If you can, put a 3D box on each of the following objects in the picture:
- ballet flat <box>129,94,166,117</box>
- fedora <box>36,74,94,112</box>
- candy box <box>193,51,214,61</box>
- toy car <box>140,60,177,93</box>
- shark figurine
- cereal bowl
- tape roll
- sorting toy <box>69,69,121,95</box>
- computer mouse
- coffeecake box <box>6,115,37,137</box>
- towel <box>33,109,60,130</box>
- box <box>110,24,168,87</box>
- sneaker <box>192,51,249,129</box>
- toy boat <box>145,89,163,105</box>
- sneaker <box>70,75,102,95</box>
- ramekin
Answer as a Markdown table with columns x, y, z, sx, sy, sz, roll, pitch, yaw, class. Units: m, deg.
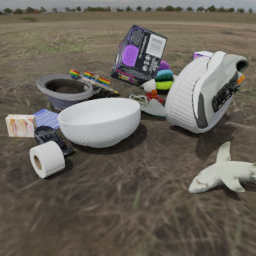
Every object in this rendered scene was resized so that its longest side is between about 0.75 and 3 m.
| x | y | z | sx | sy | sz | roll | pitch | yaw | class |
| --- | --- | --- | --- | --- | --- | --- | --- | --- | --- |
| 0.897 | -1.074 | 12.853 | 2.204 | 0.765 | 0.765 | 18 | 32 | 31 | ballet flat |
| -2.915 | -1.527 | 13.197 | 2.645 | 1.194 | 2.339 | 14 | 31 | 10 | fedora |
| 4.093 | -2.569 | 14.113 | 0.792 | 2.214 | 1.857 | -13 | 30 | -25 | candy box |
| 1.705 | -2.872 | 15.286 | 1.988 | 1.704 | 2.272 | -7 | 28 | -15 | toy car |
| 3.338 | 1.480 | 7.643 | 2.883 | 1.203 | 1.723 | 11 | 62 | 35 | shark figurine |
| -0.975 | -0.123 | 10.227 | 2.949 | 1.228 | 2.949 | -5 | 22 | 2 | cereal bowl |
| -2.478 | 0.957 | 8.593 | 0.669 | 0.975 | 0.975 | -24 | 35 | -38 | tape roll |
| -1.475 | -2.379 | 14.158 | 1.383 | 0.485 | 2.869 | 28 | 8 | 41 | sorting toy |
| -2.828 | 0.573 | 9.999 | 1.246 | 0.474 | 1.800 | -14 | 42 | -30 | computer mouse |
| -4.076 | -0.078 | 10.812 | 1.031 | 0.791 | 0.377 | 1 | 27 | 2 | coffeecake box |
| -3.464 | -0.366 | 12.023 | 1.788 | 0.213 | 1.294 | 17 | 32 | 29 | towel |
| 0.324 | -2.715 | 11.026 | 1.399 | 1.613 | 2.638 | 18 | -2 | -12 | box |
| 2.683 | -1.186 | 8.191 | 1.125 | 1.048 | 2.837 | 13 | 61 | 35 | sneaker |
| 1.273 | -1.561 | 13.800 | 0.713 | 0.715 | 1.093 | -8 | 28 | -15 | toy boat |
| -2.481 | -2.316 | 14.730 | 2.867 | 1.221 | 1.105 | -23 | 35 | -39 | sneaker |
| 2.866 | -1.127 | 10.758 | 2.923 | 2.923 | 1.361 | -23 | 47 | -38 | ramekin |
